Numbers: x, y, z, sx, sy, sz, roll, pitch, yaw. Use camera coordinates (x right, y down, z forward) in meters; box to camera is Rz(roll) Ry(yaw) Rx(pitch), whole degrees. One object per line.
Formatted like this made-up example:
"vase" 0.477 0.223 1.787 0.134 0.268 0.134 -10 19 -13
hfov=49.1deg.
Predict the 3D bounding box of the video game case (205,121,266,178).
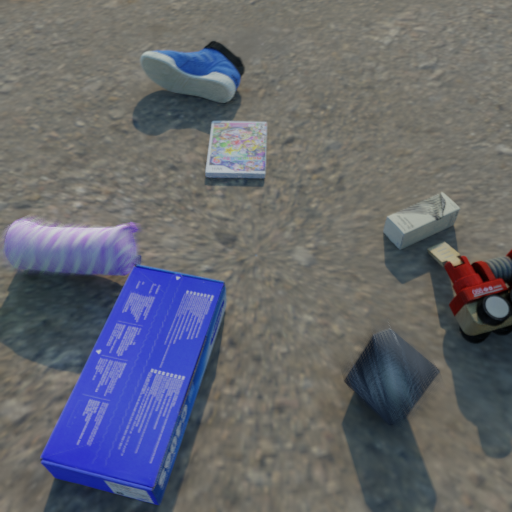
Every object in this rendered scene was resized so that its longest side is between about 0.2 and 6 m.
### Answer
"video game case" -0.386 -2.215 11.549 1.184 0.149 1.654 1 51 1

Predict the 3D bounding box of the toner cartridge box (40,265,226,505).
"toner cartridge box" -1.570 1.661 7.976 1.524 0.693 3.209 12 52 8

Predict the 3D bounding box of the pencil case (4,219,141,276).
"pencil case" -3.033 -0.167 9.265 2.118 0.889 0.905 2 71 8

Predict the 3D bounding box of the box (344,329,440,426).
"box" 1.862 1.665 7.756 0.559 0.887 0.902 -4 38 -50

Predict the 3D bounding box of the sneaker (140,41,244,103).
"sneaker" -1.396 -4.388 12.845 2.296 0.881 1.277 18 58 9

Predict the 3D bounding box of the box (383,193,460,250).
"box" 2.964 -0.633 10.049 1.283 0.439 0.527 -24 54 -19

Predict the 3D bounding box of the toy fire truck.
"toy fire truck" 3.708 0.294 8.978 1.677 1.226 1.905 -14 62 -11
